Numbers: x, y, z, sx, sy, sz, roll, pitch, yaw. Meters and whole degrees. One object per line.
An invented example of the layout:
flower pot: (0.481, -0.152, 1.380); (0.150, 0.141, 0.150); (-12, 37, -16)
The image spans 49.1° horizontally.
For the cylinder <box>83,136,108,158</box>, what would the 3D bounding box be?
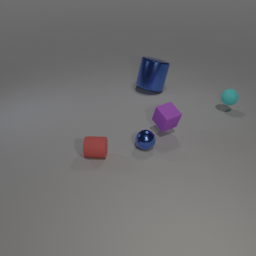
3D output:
cylinder: (-1.060, 0.627, 9.217); (0.700, 0.700, 0.700); (1, 31, 3)

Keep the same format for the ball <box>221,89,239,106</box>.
ball: (4.309, -1.303, 11.856); (0.700, 0.700, 0.700); (0, 31, 0)

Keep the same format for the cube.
cube: (1.402, -0.405, 10.176); (0.700, 0.700, 0.700); (-20, 57, -26)

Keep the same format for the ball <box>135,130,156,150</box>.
ball: (0.597, 0.404, 9.620); (0.700, 0.700, 0.700); (0, 31, 0)

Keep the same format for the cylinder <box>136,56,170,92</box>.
cylinder: (1.215, -2.675, 13.830); (1.400, 1.400, 1.400); (12, 20, -4)
